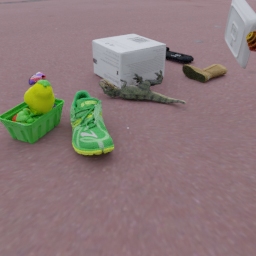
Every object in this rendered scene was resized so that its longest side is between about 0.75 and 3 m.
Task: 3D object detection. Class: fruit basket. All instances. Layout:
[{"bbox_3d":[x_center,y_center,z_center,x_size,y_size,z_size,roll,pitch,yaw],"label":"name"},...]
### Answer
[{"bbox_3d":[-2.388,-0.557,7.175,1.171,1.623,1.623,13,33,20],"label":"fruit basket"}]

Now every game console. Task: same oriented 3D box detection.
[{"bbox_3d":[1.727,-3.389,13.015,2.659,0.320,1.568,26,40,38],"label":"game console"}]

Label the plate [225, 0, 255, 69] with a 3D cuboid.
[{"bbox_3d":[3.041,-2.676,7.752,0.250,1.544,1.541,-8,51,0],"label":"plate"}]

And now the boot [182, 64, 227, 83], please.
[{"bbox_3d":[3.012,-2.260,11.039,1.406,0.465,1.232,-26,53,-34],"label":"boot"}]

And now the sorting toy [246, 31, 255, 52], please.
[{"bbox_3d":[2.345,-1.663,4.792,0.329,0.802,0.482,27,41,-17],"label":"sorting toy"}]

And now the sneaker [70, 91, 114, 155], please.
[{"bbox_3d":[-1.034,-0.182,6.992,0.924,1.042,2.494,-11,33,-18],"label":"sneaker"}]

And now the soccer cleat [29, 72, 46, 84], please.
[{"bbox_3d":[-3.426,-1.859,10.541,0.300,0.279,0.819,21,36,7],"label":"soccer cleat"}]

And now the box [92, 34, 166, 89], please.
[{"bbox_3d":[0.016,-2.632,10.747,2.067,1.351,2.056,-20,36,-29],"label":"box"}]

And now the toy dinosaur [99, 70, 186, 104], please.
[{"bbox_3d":[0.541,-1.337,9.282,2.882,0.684,1.270,10,50,14],"label":"toy dinosaur"}]
